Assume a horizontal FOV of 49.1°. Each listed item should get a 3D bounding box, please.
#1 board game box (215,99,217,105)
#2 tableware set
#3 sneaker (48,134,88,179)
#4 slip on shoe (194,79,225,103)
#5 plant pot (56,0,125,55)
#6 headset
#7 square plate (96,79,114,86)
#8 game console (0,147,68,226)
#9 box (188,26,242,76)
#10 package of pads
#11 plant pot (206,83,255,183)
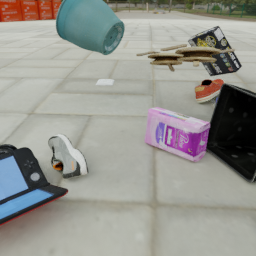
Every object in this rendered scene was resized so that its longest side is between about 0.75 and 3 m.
[{"bbox_3d":[4.394,-1.254,12.216,0.838,0.279,1.246,14,30,26],"label":"board game box"},{"bbox_3d":[1.675,-2.129,8.907,1.900,0.576,2.874,-3,9,-26],"label":"tableware set"},{"bbox_3d":[-1.846,0.755,7.760,0.766,0.714,1.932,-22,34,-28],"label":"sneaker"},{"bbox_3d":[3.729,-1.882,12.706,0.944,0.780,2.550,-10,16,41],"label":"slip on shoe"},{"bbox_3d":[-1.209,-3.664,10.100,1.871,1.991,1.991,35,37,14],"label":"plant pot"},{"bbox_3d":[-3.367,0.818,7.306,2.062,0.969,1.273,13,26,1],"label":"headset"},{"bbox_3d":[-1.199,-2.414,14.720,0.902,0.128,0.893,2,27,4],"label":"square plate"},{"bbox_3d":[-2.739,1.227,5.932,2.228,1.322,1.920,-20,66,-35],"label":"game console"},{"bbox_3d":[3.410,-2.968,11.058,0.459,1.870,1.507,-44,20,-14],"label":"box"},{"bbox_3d":[1.406,0.160,8.407,1.907,1.149,0.721,21,29,36],"label":"package of pads"},{"bbox_3d":[3.693,0.068,7.874,1.842,2.071,2.076,1,24,-26],"label":"plant pot"}]
